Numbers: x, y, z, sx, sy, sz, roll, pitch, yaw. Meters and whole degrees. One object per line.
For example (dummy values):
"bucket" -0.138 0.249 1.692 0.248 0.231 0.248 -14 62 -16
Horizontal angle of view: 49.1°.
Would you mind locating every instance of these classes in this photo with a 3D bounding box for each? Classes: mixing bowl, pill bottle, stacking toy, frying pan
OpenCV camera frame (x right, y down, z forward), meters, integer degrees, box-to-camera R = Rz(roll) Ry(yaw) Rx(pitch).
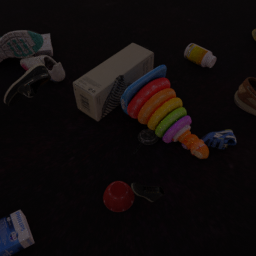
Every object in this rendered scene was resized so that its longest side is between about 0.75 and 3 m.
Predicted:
"mixing bowl" -0.242 1.640 7.039 0.805 0.436 0.805 -1 49 1
"pill bottle" 2.758 -2.733 10.665 0.621 0.621 1.137 -37 58 -27
"stacking toy" 1.238 -0.201 8.146 1.594 1.686 2.905 -37 73 -12
"frying pan" 0.440 0.324 8.362 1.022 0.166 0.618 -25 49 -21

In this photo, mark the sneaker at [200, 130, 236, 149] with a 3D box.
"sneaker" 2.621 0.377 8.136 1.149 0.425 0.472 -12 53 -9

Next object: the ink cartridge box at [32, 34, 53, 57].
"ink cartridge box" -3.664 -3.337 11.422 1.103 0.387 1.358 -10 43 -8

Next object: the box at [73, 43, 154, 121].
"box" -0.392 -1.592 9.330 0.992 1.192 2.902 33 58 26

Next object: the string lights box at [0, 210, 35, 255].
"string lights box" -2.962 2.553 6.243 1.484 0.437 0.762 -23 53 -19

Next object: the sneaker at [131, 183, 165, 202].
"sneaker" 0.490 1.477 6.782 0.824 0.438 0.308 33 37 -29

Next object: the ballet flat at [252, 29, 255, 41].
"ballet flat" 5.581 -3.732 11.506 0.690 0.690 1.953 6 49 5

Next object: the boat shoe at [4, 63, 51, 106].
"boat shoe" -3.183 -1.239 8.803 1.809 0.650 0.611 -38 82 12

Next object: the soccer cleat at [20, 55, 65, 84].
"soccer cleat" -3.126 -2.360 10.165 2.075 0.896 0.725 25 54 20

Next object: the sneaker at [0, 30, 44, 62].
"sneaker" -4.408 -3.193 10.603 2.687 1.043 1.226 -10 36 11

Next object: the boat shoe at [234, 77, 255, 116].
"boat shoe" 4.667 -0.641 8.598 2.847 1.022 1.078 33 57 25
